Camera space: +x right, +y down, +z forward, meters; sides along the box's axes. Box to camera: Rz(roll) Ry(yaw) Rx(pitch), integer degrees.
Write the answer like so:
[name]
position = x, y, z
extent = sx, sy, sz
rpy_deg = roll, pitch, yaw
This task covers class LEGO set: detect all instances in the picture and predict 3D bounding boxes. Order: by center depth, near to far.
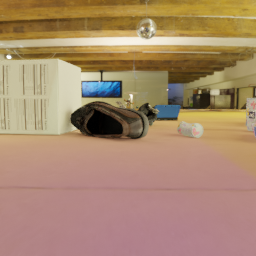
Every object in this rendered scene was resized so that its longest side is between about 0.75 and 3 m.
[LEGO set]
position = 0.015, -1.067, 12.878
extent = 1.018, 0.250, 0.760
rpy_deg = -3, -41, 42

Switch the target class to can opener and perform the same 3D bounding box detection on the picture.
[can opener]
position = 0.562, -0.370, 11.188
extent = 0.941, 1.167, 2.969
rpy_deg = 40, 15, 6

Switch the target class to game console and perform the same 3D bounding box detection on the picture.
[game console]
position = 1.986, -0.850, 15.427
extent = 1.489, 0.881, 1.271
rpy_deg = 0, 6, -12

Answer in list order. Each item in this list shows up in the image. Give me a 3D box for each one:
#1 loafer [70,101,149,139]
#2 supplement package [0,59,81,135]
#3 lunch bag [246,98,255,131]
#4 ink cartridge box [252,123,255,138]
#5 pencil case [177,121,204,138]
[loafer]
position = -0.760, -0.202, 7.685
extent = 2.792, 1.003, 0.879
rpy_deg = 8, 13, 40
[supplement package]
position = -3.235, -0.980, 9.153
extent = 2.914, 2.195, 2.211
rpy_deg = 1, 5, 8
[lunch bag]
position = 4.422, -0.409, 8.929
extent = 0.841, 1.122, 1.323
rpy_deg = -8, 11, -43
[ink cartridge box]
position = 3.829, -0.006, 7.022
extent = 1.247, 0.439, 2.090
rpy_deg = -12, 2, 23
[pencil case]
position = 1.742, 0.035, 7.880
extent = 0.377, 0.411, 0.906
rpy_deg = -1, 6, -17
